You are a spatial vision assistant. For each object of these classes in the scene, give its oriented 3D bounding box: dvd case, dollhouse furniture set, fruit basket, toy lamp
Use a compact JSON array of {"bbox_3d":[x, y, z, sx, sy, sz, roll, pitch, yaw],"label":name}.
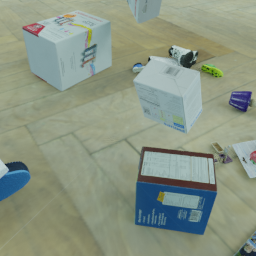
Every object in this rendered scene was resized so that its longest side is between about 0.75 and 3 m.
[{"bbox_3d":[2.786,2.727,5.525,1.604,0.141,1.144,-28,48,-30],"label":"dvd case"},{"bbox_3d":[2.510,0.559,7.832,0.615,0.551,0.777,-12,41,-14],"label":"dollhouse furniture set"},{"bbox_3d":[3.756,0.789,7.647,1.391,0.652,1.288,-16,39,5],"label":"fruit basket"},{"bbox_3d":[4.700,-0.704,9.239,2.598,0.756,0.756,15,42,18],"label":"toy lamp"}]

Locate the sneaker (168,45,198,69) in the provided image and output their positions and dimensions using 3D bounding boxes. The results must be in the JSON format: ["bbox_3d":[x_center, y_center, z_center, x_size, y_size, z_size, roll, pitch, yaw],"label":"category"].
[{"bbox_3d":[2.150,-2.979,11.774,1.190,0.781,2.069,19,24,19],"label":"sneaker"}]

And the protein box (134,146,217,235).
[{"bbox_3d":[0.973,1.360,6.080,1.538,1.527,1.038,6,40,8],"label":"protein box"}]

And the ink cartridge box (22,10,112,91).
[{"bbox_3d":[-2.288,-3.196,11.201,2.030,2.020,2.793,30,48,29],"label":"ink cartridge box"}]

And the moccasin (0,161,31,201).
[{"bbox_3d":[-3.813,1.302,6.403,2.936,1.181,1.001,-18,51,-22],"label":"moccasin"}]

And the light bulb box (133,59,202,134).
[{"bbox_3d":[0.959,-0.725,6.499,1.285,1.296,0.809,25,64,31],"label":"light bulb box"}]

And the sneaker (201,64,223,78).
[{"bbox_3d":[3.544,-2.435,11.602,0.440,0.390,1.053,-29,47,-25],"label":"sneaker"}]

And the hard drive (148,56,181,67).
[{"bbox_3d":[1.616,-2.655,11.778,1.399,0.265,0.977,4,39,-14],"label":"hard drive"}]

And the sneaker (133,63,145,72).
[{"bbox_3d":[0.618,-2.571,11.825,0.817,0.314,0.455,-2,48,8],"label":"sneaker"}]

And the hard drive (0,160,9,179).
[{"bbox_3d":[-3.302,0.814,6.017,1.440,0.183,0.950,35,69,33],"label":"hard drive"}]

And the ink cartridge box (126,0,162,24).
[{"bbox_3d":[0.349,-5.078,9.754,0.912,1.610,2.196,-22,78,-6],"label":"ink cartridge box"}]
